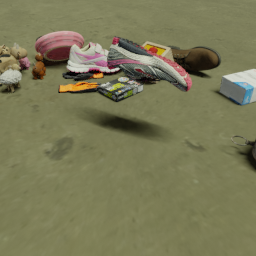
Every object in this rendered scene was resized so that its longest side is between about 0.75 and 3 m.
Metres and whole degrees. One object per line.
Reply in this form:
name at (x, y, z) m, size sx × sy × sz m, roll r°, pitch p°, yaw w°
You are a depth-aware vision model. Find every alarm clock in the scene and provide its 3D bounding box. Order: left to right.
alarm clock at (3.791, 0.557, 7.213) m, size 2.199 × 0.732 × 1.484 m, roll 16°, pitch 38°, yaw 19°

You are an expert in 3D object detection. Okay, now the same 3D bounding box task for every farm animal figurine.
farm animal figurine at (-4.885, -2.752, 11.500) m, size 2.698 × 1.407 × 2.668 m, roll 16°, pitch 37°, yaw 23°

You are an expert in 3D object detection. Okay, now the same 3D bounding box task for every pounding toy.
pounding toy at (0.830, -3.101, 11.809) m, size 2.093 × 0.958 × 1.839 m, roll 29°, pitch 70°, yaw 35°

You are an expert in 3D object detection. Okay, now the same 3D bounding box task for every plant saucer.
plant saucer at (-3.049, -3.620, 12.705) m, size 2.203 × 0.558 × 2.203 m, roll -15°, pitch -6°, yaw -1°

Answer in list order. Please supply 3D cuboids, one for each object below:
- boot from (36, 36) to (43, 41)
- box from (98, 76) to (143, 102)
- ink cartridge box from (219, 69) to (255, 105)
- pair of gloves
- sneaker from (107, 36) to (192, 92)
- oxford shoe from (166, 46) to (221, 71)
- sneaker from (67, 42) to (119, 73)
boot at (-3.445, -4.127, 14.042) m, size 2.272 × 0.769 × 1.484 m, roll -9°, pitch 7°, yaw -19°
box at (-0.268, -1.510, 10.650) m, size 1.373 × 0.304 × 1.100 m, roll -28°, pitch 43°, yaw -34°
ink cartridge box at (4.457, -1.546, 10.353) m, size 1.651 × 0.691 × 1.197 m, roll -15°, pitch 37°, yaw -21°
pair of gloves at (-1.858, -1.939, 11.353) m, size 1.766 × 0.245 × 1.982 m, roll -2°, pitch 33°, yaw -3°
sneaker at (0.563, -1.548, 7.358) m, size 2.372 × 0.886 × 0.956 m, roll 29°, pitch 21°, yaw 13°
oxford shoe at (2.469, -2.876, 12.052) m, size 2.977 × 1.082 × 1.257 m, roll 12°, pitch 33°, yaw 38°
sneaker at (-1.273, -3.037, 11.940) m, size 2.649 × 1.168 × 1.078 m, roll -7°, pitch 25°, yaw -21°
